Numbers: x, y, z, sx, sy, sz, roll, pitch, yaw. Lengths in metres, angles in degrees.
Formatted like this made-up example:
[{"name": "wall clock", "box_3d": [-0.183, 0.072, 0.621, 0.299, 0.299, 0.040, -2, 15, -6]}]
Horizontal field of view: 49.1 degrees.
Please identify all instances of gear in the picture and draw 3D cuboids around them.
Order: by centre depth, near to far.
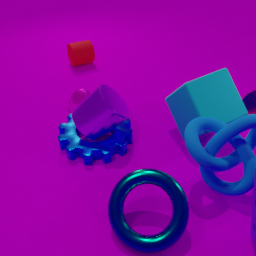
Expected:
[{"name": "gear", "box_3d": [-0.886, 0.152, 7.709, 2.005, 0.371, 2.005, 0, 41, 0]}]

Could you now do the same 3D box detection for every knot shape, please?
[{"name": "knot shape", "box_3d": [2.151, 0.612, 6.082, 1.890, 1.768, 0.873, -6, 7, -6]}]

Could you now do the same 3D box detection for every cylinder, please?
[{"name": "cylinder", "box_3d": [-0.708, -0.388, 7.270, 1.083, 1.083, 1.083, -38, 35, 23]}, {"name": "cylinder", "box_3d": [-1.838, -2.926, 10.914, 0.859, 0.859, 0.859, -18, 44, -22]}]

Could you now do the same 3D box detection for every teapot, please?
[{"name": "teapot", "box_3d": [-1.477, -0.844, 8.768, 1.107, 0.542, 0.688, -20, 68, -6]}]

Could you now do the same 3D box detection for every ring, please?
[{"name": "ring", "box_3d": [0.388, 1.593, 5.503, 1.603, 0.321, 1.603, -2, 73, 8]}]

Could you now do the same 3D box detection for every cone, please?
[{"name": "cone", "box_3d": [4.110, -0.630, 8.353, 1.147, 1.147, 1.152, 31, 29, 31]}]

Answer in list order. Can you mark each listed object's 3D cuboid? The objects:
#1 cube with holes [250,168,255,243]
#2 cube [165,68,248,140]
[{"name": "cube with holes", "box_3d": [3.023, 1.514, 4.769, 1.372, 1.372, 1.372, 4, 2, 10]}, {"name": "cube", "box_3d": [2.007, -0.582, 7.380, 1.309, 1.309, 1.309, -22, 85, -18]}]
